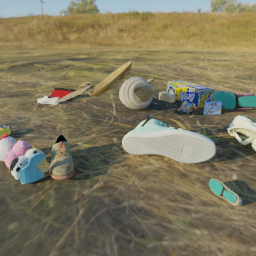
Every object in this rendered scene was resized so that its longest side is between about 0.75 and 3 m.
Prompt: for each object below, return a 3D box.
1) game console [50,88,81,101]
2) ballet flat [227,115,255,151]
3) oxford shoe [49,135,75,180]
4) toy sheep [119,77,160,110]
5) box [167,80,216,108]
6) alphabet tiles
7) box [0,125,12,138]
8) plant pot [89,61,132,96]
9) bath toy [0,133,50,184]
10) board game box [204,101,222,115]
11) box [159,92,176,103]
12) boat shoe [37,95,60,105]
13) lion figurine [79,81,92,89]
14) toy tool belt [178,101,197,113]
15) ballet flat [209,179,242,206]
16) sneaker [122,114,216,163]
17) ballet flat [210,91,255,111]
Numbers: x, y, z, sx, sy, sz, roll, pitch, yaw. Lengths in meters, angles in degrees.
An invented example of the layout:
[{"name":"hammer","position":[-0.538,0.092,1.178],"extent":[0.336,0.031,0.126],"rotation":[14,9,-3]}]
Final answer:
[{"name":"game console","position":[-3.678,-1.879,16.421],"extent":[1.398,0.830,1.205],"rotation":[8,-9,20]},{"name":"ballet flat","position":[4.445,0.381,9.588],"extent":[1.015,1.015,2.829],"rotation":[-6,18,-15]},{"name":"oxford shoe","position":[-1.995,0.821,8.242],"extent":[0.719,0.763,2.040],"rotation":[-6,21,-16]},{"name":"toy sheep","position":[0.426,-1.731,13.928],"extent":[1.778,1.778,2.578],"rotation":[-10,4,-24]},{"name":"box","position":[3.377,-1.933,15.397],"extent":[1.021,0.937,2.913],"rotation":[-10,22,-26]},{"name":"alphabet tiles","position":[-1.525,-0.914,7.718],"extent":[0.976,0.037,0.816],"rotation":[-19,19,20]},{"name":"box","position":[-5.014,0.234,10.441],"extent":[0.495,0.330,1.316],"rotation":[10,23,25]},{"name":"plant pot","position":[-0.652,-1.899,11.177],"extent":[2.117,0.291,2.117],"rotation":[-35,16,11]},{"name":"bath toy","position":[-3.173,0.773,8.261],"extent":[1.014,0.862,2.332],"rotation":[-17,26,-39]},{"name":"board game box","position":[4.005,-0.938,13.209],"extent":[0.798,0.604,0.146],"rotation":[-2,20,-5]},{"name":"box","position":[2.179,-1.724,15.579],"extent":[0.358,0.437,0.920],"rotation":[-18,26,-38]},{"name":"boat shoe","position":[-4.282,-1.559,15.071],"extent":[1.334,0.466,0.473],"rotation":[7,22,19]},{"name":"lion figurine","position":[-2.854,-2.824,18.505],"extent":[0.779,0.461,1.273],"rotation":[15,27,39]},{"name":"toy tool belt","position":[2.840,-0.913,13.425],"extent":[0.556,0.565,0.904],"rotation":[-41,30,-13]},{"name":"ballet flat","position":[2.412,1.591,6.915],"extent":[0.350,0.350,1.008],"rotation":[-8,23,-20]},{"name":"sneaker","position":[1.460,0.220,9.275],"extent":[2.932,1.079,1.730],"rotation":[6,27,22]},{"name":"ballet flat","position":[5.242,-1.328,14.023],"extent":[2.878,0.995,1.024],"rotation":[0,1,-15]}]
